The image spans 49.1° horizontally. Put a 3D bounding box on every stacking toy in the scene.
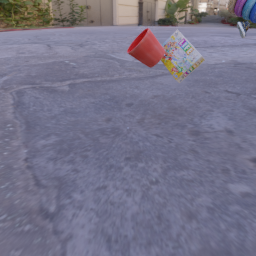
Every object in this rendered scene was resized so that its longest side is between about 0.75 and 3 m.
[{"bbox_3d":[2.901,-2.320,5.710,0.722,0.722,1.690,-21,56,-39],"label":"stacking toy"}]

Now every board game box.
[{"bbox_3d":[1.482,-2.120,8.217,0.243,0.955,1.420,26,29,-47],"label":"board game box"}]

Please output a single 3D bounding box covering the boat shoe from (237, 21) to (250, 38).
[{"bbox_3d":[4.462,-3.777,10.667,0.400,0.312,0.882,-8,53,10],"label":"boat shoe"}]

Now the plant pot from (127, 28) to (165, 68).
[{"bbox_3d":[0.563,-2.243,8.034,0.814,0.920,0.920,38,15,-20],"label":"plant pot"}]
